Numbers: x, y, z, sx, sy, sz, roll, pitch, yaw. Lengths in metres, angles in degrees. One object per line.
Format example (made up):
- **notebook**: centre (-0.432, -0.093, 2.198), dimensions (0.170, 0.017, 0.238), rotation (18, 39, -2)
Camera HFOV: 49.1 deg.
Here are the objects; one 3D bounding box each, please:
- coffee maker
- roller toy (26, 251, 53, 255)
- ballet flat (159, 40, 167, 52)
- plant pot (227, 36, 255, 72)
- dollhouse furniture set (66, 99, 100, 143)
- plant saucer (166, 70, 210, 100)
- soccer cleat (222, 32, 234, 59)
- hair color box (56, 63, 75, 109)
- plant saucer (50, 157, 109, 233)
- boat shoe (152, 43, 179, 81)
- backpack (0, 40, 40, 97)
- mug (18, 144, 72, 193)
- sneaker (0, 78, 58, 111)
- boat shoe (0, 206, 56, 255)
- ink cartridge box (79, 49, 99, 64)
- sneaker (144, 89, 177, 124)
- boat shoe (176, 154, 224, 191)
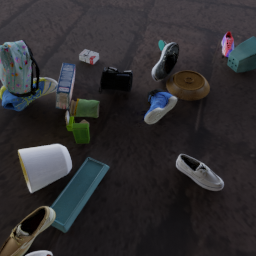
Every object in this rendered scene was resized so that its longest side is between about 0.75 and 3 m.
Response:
- **coffee maker**: centre (-0.496, -2.014, 12.509), dimensions (1.346, 0.907, 1.293), rotation (7, 80, 8)
- **roller toy**: centre (-2.372, 3.675, 7.403), dimensions (0.792, 0.868, 0.607), rotation (7, 46, -29)
- **ballet flat**: centre (1.990, -4.070, 14.552), dimensions (0.494, 0.494, 1.373), rotation (-11, 50, -9)
- **plant pot**: centre (5.702, -3.431, 13.522), dimensions (1.570, 1.110, 1.109), rotation (-26, 53, -11)
- **dollhouse furniture set**: centre (-1.802, -0.572, 11.085), dimensions (1.182, 0.913, 2.365), rotation (0, 49, 0)
- **plant saucer**: centre (2.758, -2.056, 12.770), dimensions (1.987, 0.352, 1.987), rotation (0, 49, 0)
- **soccer cleat**: centre (5.214, -4.274, 14.515), dimensions (0.618, 0.663, 1.812), rotation (6, 49, 5)
- **hair color box**: centre (-2.685, -1.832, 12.121), dimensions (0.588, 0.971, 1.942), rotation (7, 48, -8)
- **plant saucer**: centre (-1.656, 2.052, 9.230), dimensions (0.929, 0.252, 2.658), rotation (21, 51, 18)
- **boat shoe**: centre (1.985, -3.191, 13.299), dimensions (0.740, 0.897, 2.614), rotation (-10, 41, 47)
- **backpack**: centre (-3.317, -1.784, 8.326), dimensions (1.031, 1.629, 1.360), rotation (-27, 73, -31)
- **mug**: centre (-2.778, 1.078, 9.375), dimensions (1.469, 1.433, 1.790), rotation (-17, 57, -25)
- **sneaker**: centre (-4.162, -1.305, 11.831), dimensions (2.493, 0.944, 1.310), rotation (-10, 60, 5)
- **boat shoe**: centre (-2.979, 2.988, 8.005), dimensions (0.723, 0.648, 1.953), rotation (33, 67, 24)
- **ink cartridge box**: centre (-1.965, -3.598, 14.133), dimensions (0.825, 0.345, 0.595), rotation (21, 52, 17)
- **sneaker**: centre (1.058, -0.961, 11.510), dimensions (1.090, 0.752, 1.960), rotation (38, 54, 21)
- **boat shoe**: centre (2.453, 1.457, 9.514), dimensions (1.761, 0.578, 0.633), rotation (35, 57, 27)
